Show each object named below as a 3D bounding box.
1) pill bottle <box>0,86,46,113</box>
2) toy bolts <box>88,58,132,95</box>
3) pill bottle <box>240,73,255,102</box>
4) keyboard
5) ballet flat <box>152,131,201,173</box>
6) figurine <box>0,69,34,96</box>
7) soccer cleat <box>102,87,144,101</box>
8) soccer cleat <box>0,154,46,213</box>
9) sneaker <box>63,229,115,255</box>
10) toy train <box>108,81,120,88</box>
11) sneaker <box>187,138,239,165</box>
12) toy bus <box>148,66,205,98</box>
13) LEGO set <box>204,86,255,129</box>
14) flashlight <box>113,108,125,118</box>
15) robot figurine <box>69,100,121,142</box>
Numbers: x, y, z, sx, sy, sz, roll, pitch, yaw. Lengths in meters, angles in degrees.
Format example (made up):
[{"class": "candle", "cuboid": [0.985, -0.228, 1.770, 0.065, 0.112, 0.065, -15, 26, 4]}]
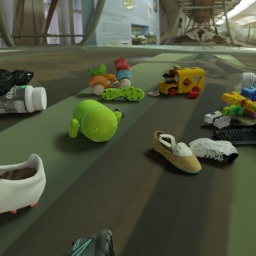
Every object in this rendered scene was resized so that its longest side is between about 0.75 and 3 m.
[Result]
[{"class": "pill bottle", "cuboid": [-4.191, -1.118, 10.884, 1.836, 1.038, 1.038, -2, 20, -5]}, {"class": "toy bolts", "cuboid": [-0.725, -2.286, 14.118, 2.134, 1.480, 2.038, -17, -25, 18]}, {"class": "pill bottle", "cuboid": [6.056, -1.512, 11.114, 2.953, 1.635, 1.635, 8, 22, 22]}, {"class": "keyboard", "cuboid": [3.843, 0.129, 8.694, 2.347, 0.242, 1.491, -2, 20, -5]}, {"class": "ballet flat", "cuboid": [1.163, 0.546, 7.117, 0.610, 0.560, 1.778, -11, 23, -28]}, {"class": "figurine", "cuboid": [-5.009, -1.410, 10.767, 2.380, 1.025, 2.323, -31, 4, 22]}, {"class": "soccer cleat", "cuboid": [-0.218, -1.561, 12.764, 1.944, 0.656, 0.788, 1, 8, 5]}, {"class": "soccer cleat", "cuboid": [-2.552, 1.193, 4.487, 0.938, 1.050, 2.708, 29, 32, 29]}, {"class": "sneaker", "cuboid": [-0.569, 1.934, 3.520, 0.653, 0.622, 1.649, -8, 11, 7]}, {"class": "toy train", "cuboid": [-0.651, -2.339, 15.111, 1.255, 0.465, 1.671, 4, 18, 14]}, {"class": "sneaker", "cuboid": [2.179, 0.597, 7.080, 1.286, 0.485, 0.740, -1, 18, -8]}, {"class": "toy bus", "cuboid": [2.523, -2.427, 14.018, 2.432, 1.332, 2.577, 9, 22, 23]}, {"class": "LEGO set", "cuboid": [4.106, -0.704, 9.754, 2.766, 1.055, 1.135, -16, 39, -31]}, {"class": "flashlight", "cuboid": [-0.687, -0.487, 10.130, 1.220, 0.413, 0.414, -20, 28, -40]}, {"class": "robot figurine", "cuboid": [-1.021, -0.236, 8.524, 1.606, 1.059, 1.830, -11, 23, -27]}]
